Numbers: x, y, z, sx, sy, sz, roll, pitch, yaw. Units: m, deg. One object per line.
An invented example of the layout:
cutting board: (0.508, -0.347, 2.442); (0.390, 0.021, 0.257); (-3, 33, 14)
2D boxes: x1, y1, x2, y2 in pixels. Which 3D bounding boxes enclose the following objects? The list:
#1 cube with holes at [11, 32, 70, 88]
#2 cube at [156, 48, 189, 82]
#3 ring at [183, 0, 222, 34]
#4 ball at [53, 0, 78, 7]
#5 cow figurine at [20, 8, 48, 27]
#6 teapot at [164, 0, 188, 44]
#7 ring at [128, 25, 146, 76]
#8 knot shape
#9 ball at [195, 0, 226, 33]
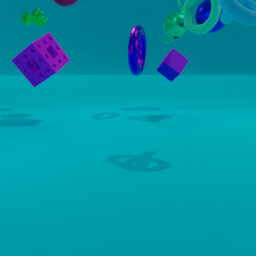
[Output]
cube with holes: (-2.606, -2.055, 8.468); (1.006, 1.006, 1.006); (-24, 24, 30)
cube: (1.839, -2.598, 11.634); (0.835, 0.835, 0.835); (36, -21, -5)
ring: (2.235, -3.607, 8.550); (0.285, 1.427, 1.427); (-10, 15, -33)
ball: (-2.013, -4.420, 8.923); (1.017, 1.017, 1.017); (0, 12, 0)
cow figurine: (-3.585, -4.106, 10.637); (0.498, 0.893, 0.908); (42, -6, 15)
teapot: (1.823, -4.062, 10.823); (0.834, 1.703, 1.059); (14, 16, -29)
ring: (0.333, -2.645, 9.622); (0.337, 1.687, 1.687); (6, 13, 14)
knot shape: (1.708, -2.117, 4.364); (0.602, 1.302, 1.219); (-8, -2, 20)
ball: (2.681, -3.589, 8.935); (1.067, 1.067, 1.067); (0, 12, 0)
